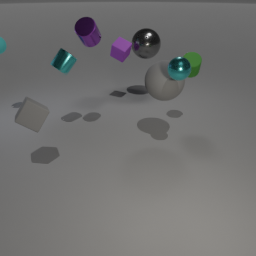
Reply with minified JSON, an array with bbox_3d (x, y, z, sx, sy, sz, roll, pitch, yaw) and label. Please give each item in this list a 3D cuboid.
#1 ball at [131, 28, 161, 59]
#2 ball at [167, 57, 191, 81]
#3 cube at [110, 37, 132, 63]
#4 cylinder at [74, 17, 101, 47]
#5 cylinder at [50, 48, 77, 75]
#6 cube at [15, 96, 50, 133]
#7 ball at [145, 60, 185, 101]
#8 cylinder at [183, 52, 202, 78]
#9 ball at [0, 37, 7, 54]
[{"bbox_3d":[0.857,-3.999,13.311,1.400,1.400,1.400,0,28,0],"label":"ball"},{"bbox_3d":[1.521,-1.757,8.308,0.700,0.700,0.700,0,28,0],"label":"ball"},{"bbox_3d":[-0.322,-3.592,12.842,0.700,0.700,0.700,30,59,7],"label":"cube"},{"bbox_3d":[-1.289,-3.097,9.068,0.700,0.700,0.700,6,-11,11],"label":"cylinder"},{"bbox_3d":[-2.306,-2.378,10.056,0.700,0.700,0.700,35,3,-2],"label":"cylinder"},{"bbox_3d":[-2.759,-0.396,8.041,0.700,0.700,0.700,29,3,-26],"label":"cube"},{"bbox_3d":[1.280,-1.649,9.788,1.400,1.400,1.400,0,28,0],"label":"ball"},{"bbox_3d":[2.387,-2.383,10.589,0.700,0.700,0.700,-2,66,5],"label":"cylinder"},{"bbox_3d":[-5.135,-3.245,10.961,0.700,0.700,0.700,0,28,0],"label":"ball"}]
